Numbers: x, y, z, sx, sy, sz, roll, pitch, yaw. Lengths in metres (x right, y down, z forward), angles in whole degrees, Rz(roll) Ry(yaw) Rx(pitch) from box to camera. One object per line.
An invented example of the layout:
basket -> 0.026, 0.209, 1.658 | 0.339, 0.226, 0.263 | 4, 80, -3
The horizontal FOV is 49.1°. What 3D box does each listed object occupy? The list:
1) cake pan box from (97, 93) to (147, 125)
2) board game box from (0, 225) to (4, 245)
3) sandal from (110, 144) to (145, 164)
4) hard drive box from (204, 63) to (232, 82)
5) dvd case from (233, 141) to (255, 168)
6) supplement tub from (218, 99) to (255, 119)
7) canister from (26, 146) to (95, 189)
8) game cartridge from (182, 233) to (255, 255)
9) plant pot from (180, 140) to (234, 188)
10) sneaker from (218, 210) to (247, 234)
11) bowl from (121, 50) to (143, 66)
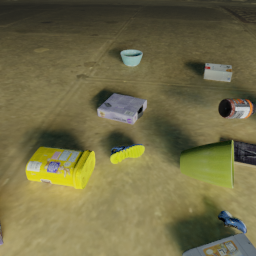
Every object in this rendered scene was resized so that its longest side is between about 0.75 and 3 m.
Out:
cake pan box -> -0.183, -0.830, 11.587 | 1.670, 0.437, 1.538 | 13, 38, 19
board game box -> -4.445, 2.240, 6.653 | 2.503, 0.710, 2.069 | -15, 38, -21
sandal -> -0.056, 0.740, 9.167 | 1.240, 0.493, 0.540 | -11, 31, -19
hard drive box -> 4.707, -2.932, 14.697 | 1.358, 0.522, 1.059 | 8, 33, 12
dvd case -> 4.090, 0.903, 9.210 | 1.570, 0.125, 1.168 | 10, 35, 15
supplement tub -> 4.049, -0.713, 10.296 | 1.370, 0.733, 0.733 | -2, 31, -28
canister -> -1.977, 1.126, 8.331 | 1.699, 0.735, 1.262 | 6, 34, 11
game cartridge -> 2.128, 2.932, 5.975 | 1.630, 0.339, 1.086 | -11, 31, -16
plant pot -> 2.292, 1.029, 8.152 | 1.445, 1.352, 1.352 | -1, 31, 23
sneaker -> 2.552, 2.364, 6.893 | 0.341, 0.300, 0.765 | -34, 38, -26
bowl -> 0.212, -4.013, 16.209 | 1.283, 0.671, 1.283 | 0, 34, 0
